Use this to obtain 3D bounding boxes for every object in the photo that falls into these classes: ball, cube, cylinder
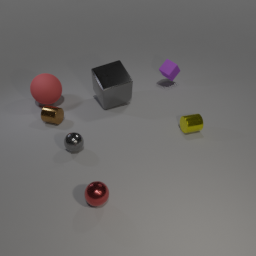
[{"bbox_3d":[-3.705,-1.771,12.718,1.400,1.400,1.400,0,33,0],"label":"ball"},{"bbox_3d":[2.132,-2.966,14.331,0.700,0.700,0.700,39,92,29],"label":"cube"},{"bbox_3d":[-0.881,1.855,7.922,0.700,0.700,0.700,0,33,0],"label":"ball"},{"bbox_3d":[2.515,-0.183,11.110,0.700,0.700,0.700,-9,34,-14],"label":"cylinder"},{"bbox_3d":[-0.719,-1.925,12.598,1.400,1.400,1.400,-21,61,-15],"label":"cube"},{"bbox_3d":[-1.935,0.500,10.015,0.700,0.700,0.700,0,33,0],"label":"ball"},{"bbox_3d":[-3.143,-0.549,11.665,0.700,0.700,0.700,11,35,16],"label":"cylinder"}]
